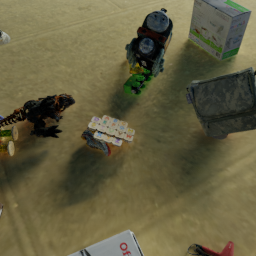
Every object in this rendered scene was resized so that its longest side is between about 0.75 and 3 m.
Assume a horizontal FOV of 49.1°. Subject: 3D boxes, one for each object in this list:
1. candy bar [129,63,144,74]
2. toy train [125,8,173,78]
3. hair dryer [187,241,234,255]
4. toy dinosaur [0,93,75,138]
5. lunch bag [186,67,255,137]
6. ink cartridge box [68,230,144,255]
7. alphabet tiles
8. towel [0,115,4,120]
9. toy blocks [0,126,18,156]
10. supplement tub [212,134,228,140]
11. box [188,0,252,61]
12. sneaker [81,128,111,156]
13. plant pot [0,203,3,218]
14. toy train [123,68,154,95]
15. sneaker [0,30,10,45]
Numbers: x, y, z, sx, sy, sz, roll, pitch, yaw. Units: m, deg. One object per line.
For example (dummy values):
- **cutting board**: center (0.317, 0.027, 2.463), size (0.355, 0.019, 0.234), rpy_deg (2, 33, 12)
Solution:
- **candy bar**: center (0.280, -2.785, 11.856), size (0.585, 0.260, 2.347), rpy_deg (-7, 32, 1)
- **toy train**: center (0.692, -2.393, 8.034), size (1.131, 2.654, 1.513), rpy_deg (23, 95, 5)
- **hair dryer**: center (2.136, 3.080, 6.845), size (1.160, 0.315, 0.884), rpy_deg (-15, 48, -14)
- **toy dinosaur**: center (-3.081, -0.461, 9.702), size (2.707, 1.383, 1.838), rpy_deg (-39, 36, -12)
- **lunch bag**: center (2.353, -0.667, 6.680), size (1.617, 1.356, 1.127), rpy_deg (-11, 32, 32)
- **ink cartridge box**: center (-0.782, 3.676, 5.709), size (2.761, 1.163, 1.996), rpy_deg (-18, 50, -15)
- **alphabet tiles**: center (-0.539, 0.047, 9.355), size (1.535, 0.112, 1.501), rpy_deg (19, 31, 0)
- **towel**: center (-5.369, -0.083, 9.813), size (1.252, 0.206, 1.730), rpy_deg (28, 53, 23)
- **toy blocks**: center (-4.420, 0.448, 9.121), size (1.388, 0.504, 1.157), rpy_deg (-3, 48, -3)
- **supplement tub**: center (3.315, -0.414, 9.622), size (0.948, 0.948, 1.773), rpy_deg (21, 52, 18)
- **box**: center (3.996, -4.640, 12.674), size (1.164, 2.125, 2.408), rpy_deg (-23, 51, -19)
- **sneaker**: center (-1.035, 0.524, 9.142), size (0.537, 0.509, 1.308), rpy_deg (-44, 58, -11)
- **plant pot**: center (-3.962, 2.165, 7.225), size (1.266, 1.183, 1.183), rpy_deg (14, 46, -15)
- **toy train**: center (0.644, -2.300, 11.640), size (0.767, 0.567, 2.720), rpy_deg (13, 48, 25)
- **sneaker**: center (-3.709, -2.625, 8.002), size (0.526, 0.433, 1.142), rpy_deg (13, 6, 16)
